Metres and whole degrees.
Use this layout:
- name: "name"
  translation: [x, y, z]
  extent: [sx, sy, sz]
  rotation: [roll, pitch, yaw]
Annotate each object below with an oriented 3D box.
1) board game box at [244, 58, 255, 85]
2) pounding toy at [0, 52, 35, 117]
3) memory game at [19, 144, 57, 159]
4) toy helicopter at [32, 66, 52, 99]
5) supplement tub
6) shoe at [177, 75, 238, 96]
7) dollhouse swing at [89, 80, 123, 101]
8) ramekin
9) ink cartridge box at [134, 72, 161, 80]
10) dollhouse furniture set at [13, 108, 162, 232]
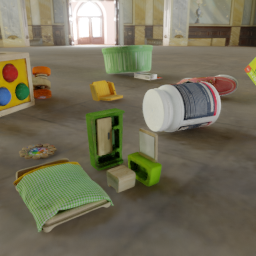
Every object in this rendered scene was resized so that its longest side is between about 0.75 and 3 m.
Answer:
- name: "board game box"
  translation: [5.706, -2.579, 10.077]
  extent: [0.679, 2.852, 1.449]
  rotation: [-10, 62, -29]
- name: "pounding toy"
  translation: [-4.189, -1.595, 8.153]
  extent: [1.309, 2.513, 2.860]
  rotation: [8, 21, 21]
- name: "memory game"
  translation: [-1.923, 0.489, 5.998]
  extent: [0.780, 0.050, 0.780]
  rotation: [0, 19, 0]
- name: "toy helicopter"
  translation: [-4.252, -1.600, 10.269]
  extent: [2.755, 1.087, 1.822]
  rotation: [-1, -4, -35]
- name: "supplement tub"
  translation: [1.368, -0.541, 7.180]
  extent: [1.704, 1.196, 1.196]
  rotation: [-8, 21, -24]
- name: "shoe"
  translation: [2.938, -1.536, 10.690]
  extent: [2.286, 0.817, 1.040]
  rotation: [4, 21, 28]
- name: "dollhouse swing"
  translation: [-0.756, -1.401, 10.341]
  extent: [0.927, 0.843, 0.815]
  rotation: [-18, 5, -41]
- name: "ramekin"
  translation: [-0.001, -3.800, 15.657]
  extent: [2.829, 1.382, 2.829]
  rotation: [-3, 13, 1]
- name: "ink cartridge box"
  translation: [1.098, -2.810, 15.007]
  extent: [1.035, 0.263, 1.174]
  rotation: [-19, 27, -40]
- name: "dollhouse furniture set"
  translation: [-0.664, 0.488, 4.473]
  extent: [2.117, 1.062, 1.387]
  rotation: [-14, 24, -34]
